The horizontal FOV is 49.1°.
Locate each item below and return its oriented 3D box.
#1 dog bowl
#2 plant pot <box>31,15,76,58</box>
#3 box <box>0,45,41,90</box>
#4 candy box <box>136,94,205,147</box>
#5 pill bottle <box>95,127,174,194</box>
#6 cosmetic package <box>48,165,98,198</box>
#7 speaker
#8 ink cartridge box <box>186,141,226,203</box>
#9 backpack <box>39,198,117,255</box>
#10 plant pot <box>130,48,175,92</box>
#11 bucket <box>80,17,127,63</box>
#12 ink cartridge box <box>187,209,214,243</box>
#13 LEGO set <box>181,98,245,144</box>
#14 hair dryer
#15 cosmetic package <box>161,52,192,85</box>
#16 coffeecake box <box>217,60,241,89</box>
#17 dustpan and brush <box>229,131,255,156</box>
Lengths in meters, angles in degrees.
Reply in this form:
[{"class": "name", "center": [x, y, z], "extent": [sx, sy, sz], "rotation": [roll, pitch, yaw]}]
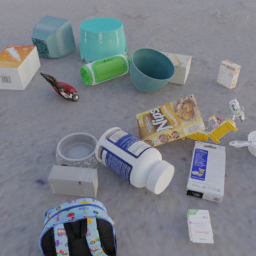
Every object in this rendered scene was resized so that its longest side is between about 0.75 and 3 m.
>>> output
[{"class": "dog bowl", "center": [-1.753, 0.793, 9.893], "extent": [1.651, 0.484, 1.651], "rotation": [0, 39, 0]}, {"class": "plant pot", "center": [-4.398, -5.046, 16.028], "extent": [1.860, 1.865, 1.900], "rotation": [19, 50, 22]}, {"class": "box", "center": [-5.616, -3.072, 13.999], "extent": [1.551, 1.216, 2.494], "rotation": [3, 39, 3]}, {"class": "candy box", "center": [1.493, -0.221, 10.166], "extent": [2.275, 0.629, 1.313], "rotation": [-19, 47, 15]}, {"class": "pill bottle", "center": [0.213, 1.041, 8.916], "extent": [2.392, 1.327, 1.327], "rotation": [30, 48, 31]}, {"class": "cosmetic package", "center": [-1.665, 1.644, 8.645], "extent": [1.417, 0.757, 0.639], "rotation": [1, 39, 4]}, {"class": "speaker", "center": [-1.088, -2.913, 13.932], "extent": [2.449, 1.083, 1.083], "rotation": [-24, 45, -27]}, {"class": "ink cartridge box", "center": [2.620, 1.351, 9.272], "extent": [1.079, 0.422, 2.278], "rotation": [11, 43, 13]}, {"class": "backpack", "center": [-1.213, 2.433, 6.688], "extent": [1.828, 2.002, 1.347], "rotation": [-9, 41, -10]}, {"class": "plant pot", "center": [0.945, -2.480, 12.956], "extent": [2.067, 1.392, 2.067], "rotation": [10, 52, -14]}, {"class": "bucket", "center": [-1.439, -5.002, 15.890], "extent": [2.783, 1.811, 2.783], "rotation": [0, 39, 0]}, {"class": "ink cartridge box", "center": [1.955, 2.739, 7.633], "extent": [0.580, 0.333, 0.990], "rotation": [3, 39, 3]}, {"class": "LEGO set", "center": [2.976, -0.135, 10.532], "extent": [2.857, 1.314, 1.063], "rotation": [-19, 16, 33]}, {"class": "hair dryer", "center": [-2.942, -1.896, 12.215], "extent": [0.666, 1.867, 2.452], "rotation": [-51, 19, -10]}, {"class": "cosmetic package", "center": [1.703, -3.162, 14.292], "extent": [2.760, 1.009, 1.429], "rotation": [12, 40, 15]}, {"class": "coffeecake box", "center": [4.833, -2.584, 13.491], "extent": [0.407, 1.113, 0.855], "rotation": [-23, 45, -25]}, {"class": "dustpan and brush", "center": [4.596, 0.618, 9.957], "extent": [2.297, 0.657, 1.603], "rotation": [-7, 40, -9]}]
